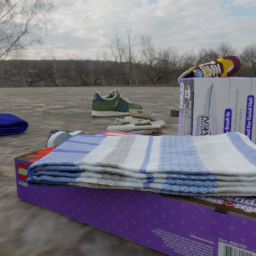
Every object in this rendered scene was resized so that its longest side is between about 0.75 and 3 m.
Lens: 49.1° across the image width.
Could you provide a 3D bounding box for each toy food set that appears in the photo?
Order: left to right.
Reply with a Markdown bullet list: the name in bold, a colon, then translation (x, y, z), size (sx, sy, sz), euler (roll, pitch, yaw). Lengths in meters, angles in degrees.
- **toy food set**: translation (0.557, -0.415, 8.981), size (0.736, 0.310, 1.026), euler (7, -9, 24)

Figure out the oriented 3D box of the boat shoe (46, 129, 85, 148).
- **boat shoe**: translation (-1.366, 0.291, 5.420), size (0.634, 0.494, 1.397), euler (2, 3, 12)

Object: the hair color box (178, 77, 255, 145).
- **hair color box**: translation (2.238, -0.097, 4.625), size (2.698, 1.475, 0.874), euler (-1, 10, -6)

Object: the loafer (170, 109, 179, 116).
- **loafer**: translation (2.042, -0.574, 10.783), size (0.825, 0.260, 0.297), euler (2, 10, 9)

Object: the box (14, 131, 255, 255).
- **box**: translation (0.351, 0.580, 3.371), size (2.864, 0.560, 1.960), euler (7, 12, 33)

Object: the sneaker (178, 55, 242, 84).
- **sneaker**: translation (2.166, -1.464, 7.542), size (1.674, 0.627, 0.754), euler (-20, -1, 38)

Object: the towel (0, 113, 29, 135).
- **towel**: translation (-3.674, -0.104, 7.797), size (1.394, 0.468, 1.888), euler (2, 8, -32)

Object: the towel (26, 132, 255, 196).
- **towel**: translation (0.274, 0.258, 2.874), size (2.132, 0.254, 1.566), euler (0, 11, 8)

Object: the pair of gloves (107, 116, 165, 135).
- **pair of gloves**: translation (0.281, -0.112, 8.052), size (1.532, 0.316, 1.802), euler (2, 9, 11)

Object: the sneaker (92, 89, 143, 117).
- **sneaker**: translation (-0.379, -1.033, 11.138), size (2.300, 1.032, 0.771), euler (-6, 12, -32)
